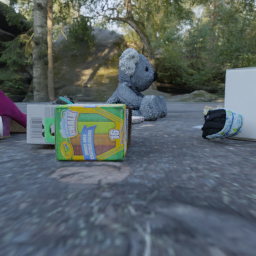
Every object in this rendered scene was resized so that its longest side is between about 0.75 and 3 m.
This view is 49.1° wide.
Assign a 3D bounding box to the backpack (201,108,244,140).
[{"bbox_3d":[1.992,-0.099,5.907,0.685,0.727,0.891,16,-11,4],"label":"backpack"}]

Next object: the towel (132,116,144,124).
[{"bbox_3d":[-0.301,-0.287,10.469,1.370,0.231,1.434,5,8,35],"label":"towel"}]

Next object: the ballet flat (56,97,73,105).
[{"bbox_3d":[-2.006,-0.596,10.771,1.860,0.636,0.632,25,7,22],"label":"ballet flat"}]

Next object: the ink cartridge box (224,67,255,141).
[{"bbox_3d":[3.510,-0.606,6.912,1.630,1.638,2.233,5,8,35],"label":"ink cartridge box"}]

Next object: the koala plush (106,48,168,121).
[{"bbox_3d":[0.273,-1.909,12.441,2.745,2.987,2.649,2,7,16],"label":"koala plush"}]

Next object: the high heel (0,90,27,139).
[{"bbox_3d":[-3.056,-0.497,7.571,0.900,1.283,2.670,0,6,-4],"label":"high heel"}]

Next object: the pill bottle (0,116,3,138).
[{"bbox_3d":[-3.314,0.019,5.887,1.192,0.648,0.648,-5,8,-30],"label":"pill bottle"}]

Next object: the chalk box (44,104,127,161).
[{"bbox_3d":[-0.734,0.040,4.670,1.395,0.868,0.864,-1,7,1],"label":"chalk box"}]

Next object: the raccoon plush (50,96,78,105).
[{"bbox_3d":[-3.103,-0.796,12.107,2.104,1.018,1.410,-3,-1,-19],"label":"raccoon plush"}]

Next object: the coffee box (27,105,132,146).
[{"bbox_3d":[-0.920,-0.076,5.752,1.964,0.784,1.110,1,3,-4],"label":"coffee box"}]

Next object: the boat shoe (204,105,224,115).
[{"bbox_3d":[4.830,-0.939,14.777,1.680,0.546,0.606,4,8,34],"label":"boat shoe"}]
